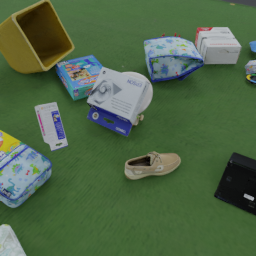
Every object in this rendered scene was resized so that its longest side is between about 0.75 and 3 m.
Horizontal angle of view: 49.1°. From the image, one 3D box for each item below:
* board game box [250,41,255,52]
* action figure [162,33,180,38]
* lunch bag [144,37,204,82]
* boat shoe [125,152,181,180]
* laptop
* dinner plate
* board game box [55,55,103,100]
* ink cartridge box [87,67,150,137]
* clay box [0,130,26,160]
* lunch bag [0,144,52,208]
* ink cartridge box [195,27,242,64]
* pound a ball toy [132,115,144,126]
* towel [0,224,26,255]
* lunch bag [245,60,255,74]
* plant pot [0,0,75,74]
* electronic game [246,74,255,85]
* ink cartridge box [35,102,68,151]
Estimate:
[{"bbox_3d":[6.816,-3.801,13.754,1.561,0.385,1.976,5,36,13],"label":"board game box"},{"bbox_3d":[1.981,-4.679,14.737,1.630,0.421,0.533,-25,50,-22],"label":"action figure"},{"bbox_3d":[1.920,-3.041,12.069,2.252,1.435,1.914,-11,41,2],"label":"lunch bag"},{"bbox_3d":[0.741,1.004,8.115,1.727,0.561,0.623,-11,43,-12],"label":"boat shoe"},{"bbox_3d":[3.464,1.550,7.857,1.559,0.909,1.760,21,71,23],"label":"laptop"},{"bbox_3d":[-0.092,-1.213,9.715,1.896,0.230,1.896,-4,65,9],"label":"dinner plate"},{"bbox_3d":[-1.846,-2.191,11.767,1.786,0.528,2.349,-18,45,-20],"label":"board game box"},{"bbox_3d":[-0.445,-0.901,9.200,1.857,0.378,1.861,22,91,28],"label":"ink cartridge box"},{"bbox_3d":[-4.043,0.711,8.476,2.189,0.521,1.258,22,46,24],"label":"clay box"},{"bbox_3d":[-2.973,1.248,7.591,1.257,0.645,1.563,33,48,13],"label":"lunch bag"},{"bbox_3d":[4.270,-3.998,13.525,1.583,0.919,2.194,-1,41,-1],"label":"ink cartridge box"},{"bbox_3d":[0.068,-0.309,9.842,0.860,0.365,0.561,11,17,12],"label":"pound a ball toy"},{"bbox_3d":[-3.171,3.442,5.263,2.820,0.679,2.414,-28,49,-28],"label":"towel"},{"bbox_3d":[5.627,-2.676,12.250,0.776,0.493,0.658,-1,31,43],"label":"lunch bag"},{"bbox_3d":[-4.332,-3.776,12.214,2.423,2.368,2.353,-7,34,33],"label":"plant pot"},{"bbox_3d":[5.457,-2.057,11.830,0.919,0.191,0.919,1,35,-1],"label":"electronic game"},{"bbox_3d":[-2.023,-0.036,7.449,0.231,1.243,0.589,-14,4,38],"label":"ink cartridge box"}]
